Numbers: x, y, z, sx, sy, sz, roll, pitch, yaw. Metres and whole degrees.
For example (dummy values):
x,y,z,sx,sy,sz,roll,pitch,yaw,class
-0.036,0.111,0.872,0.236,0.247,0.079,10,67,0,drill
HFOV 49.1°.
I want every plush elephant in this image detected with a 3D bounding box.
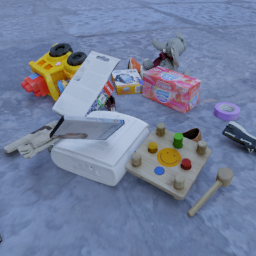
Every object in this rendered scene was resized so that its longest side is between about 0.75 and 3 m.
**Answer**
x,y,z,sx,sy,sz,roll,pitch,yaw,class
1.957,-3.614,14.107,2.759,2.136,2.272,8,35,12,plush elephant

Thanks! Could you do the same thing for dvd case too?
x,y,z,sx,sy,sz,roll,pitch,yaw,class
-1.096,0.029,7.473,1.700,1.213,0.149,3,65,-31,dvd case

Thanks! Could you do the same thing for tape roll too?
x,y,z,sx,sy,sz,roll,pitch,yaw,class
4.017,-0.679,11.396,0.971,0.319,0.971,0,33,0,tape roll

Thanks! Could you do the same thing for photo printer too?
x,y,z,sx,sy,sz,roll,pitch,yaw,class
-0.722,0.429,9.139,2.352,0.982,2.827,14,36,21,photo printer

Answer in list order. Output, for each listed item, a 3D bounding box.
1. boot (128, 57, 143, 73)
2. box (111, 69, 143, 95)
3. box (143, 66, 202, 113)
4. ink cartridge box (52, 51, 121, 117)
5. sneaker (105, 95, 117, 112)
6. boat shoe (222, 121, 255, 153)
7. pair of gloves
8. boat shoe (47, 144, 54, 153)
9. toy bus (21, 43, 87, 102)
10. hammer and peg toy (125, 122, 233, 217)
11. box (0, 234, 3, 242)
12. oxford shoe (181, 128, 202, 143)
x,y,z,sx,sy,sz,roll,pitch,yaw,class
0.397,-3.386,15.288,0.814,0.570,1.519,6,37,-7,boot
-0.067,-2.353,13.765,1.336,0.466,2.245,-7,37,-10,box
1.841,-1.705,12.148,2.336,1.199,1.106,29,44,34,box
-1.467,-1.497,10.776,1.563,0.722,2.869,24,76,30,ink cartridge box
-0.717,-1.136,11.736,0.450,0.687,1.189,-11,35,-15,sneaker
4.059,0.510,9.436,1.845,0.697,0.556,40,89,31,boat shoe
-2.773,0.330,9.099,2.085,0.430,2.452,-34,19,-34,pair of gloves
-2.278,0.623,9.486,0.869,0.311,0.260,-17,37,-13,boat shoe
-3.105,-2.146,12.366,2.794,1.975,2.910,-38,50,-25,toy bus
1.459,1.063,7.776,2.655,0.936,1.952,26,54,25,hammer and peg toy
-4.057,2.627,6.359,1.417,0.447,1.796,26,42,34,box
1.378,0.699,8.837,2.609,0.930,0.930,-30,45,-34,oxford shoe
